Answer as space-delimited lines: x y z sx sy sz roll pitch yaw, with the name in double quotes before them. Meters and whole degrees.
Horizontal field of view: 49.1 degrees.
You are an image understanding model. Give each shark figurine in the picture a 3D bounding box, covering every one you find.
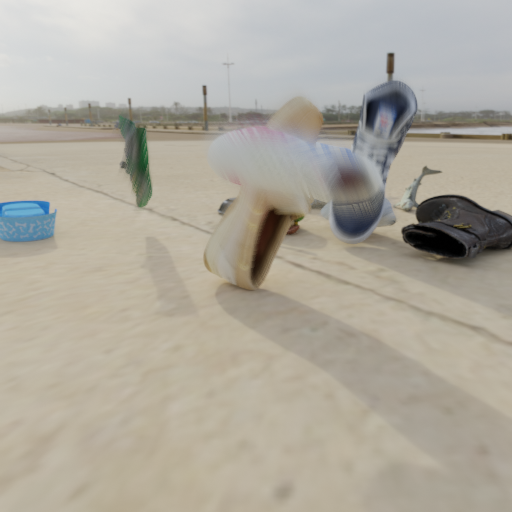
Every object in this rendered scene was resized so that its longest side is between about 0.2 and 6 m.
"shark figurine" 4.126 -1.565 14.365 0.641 1.537 0.918 36 -21 -5

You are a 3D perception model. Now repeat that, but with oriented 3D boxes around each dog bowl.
"dog bowl" -4.759 -0.731 11.470 1.189 0.529 2.134 -7 16 -27

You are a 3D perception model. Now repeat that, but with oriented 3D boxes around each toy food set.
"toy food set" 0.589 -0.684 11.562 0.903 0.501 1.535 -21 5 20

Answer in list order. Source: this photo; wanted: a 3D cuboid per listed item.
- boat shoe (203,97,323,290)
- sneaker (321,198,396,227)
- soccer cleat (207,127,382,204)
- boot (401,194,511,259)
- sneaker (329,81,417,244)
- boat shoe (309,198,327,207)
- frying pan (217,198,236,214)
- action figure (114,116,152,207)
"boat shoe" 0.312 -0.792 7.810 0.963 2.784 1.026 33 12 32
"sneaker" 2.072 -0.810 11.523 1.727 0.611 0.631 8 50 51
"soccer cleat" 0.445 -1.043 6.440 2.073 0.724 0.895 8 16 0
"boot" 3.362 -0.538 10.098 2.110 0.839 2.424 -10 20 -35
"sneaker" 2.109 -1.784 10.228 1.045 2.983 1.618 20 -18 11
"boat shoe" 1.498 -1.584 14.498 2.238 0.808 0.810 -2 16 35
"frying pan" -0.472 -1.110 13.340 1.587 0.427 2.624 10 14 35
"action figure" -2.440 -1.777 11.378 0.514 1.881 1.111 -25 45 -22
